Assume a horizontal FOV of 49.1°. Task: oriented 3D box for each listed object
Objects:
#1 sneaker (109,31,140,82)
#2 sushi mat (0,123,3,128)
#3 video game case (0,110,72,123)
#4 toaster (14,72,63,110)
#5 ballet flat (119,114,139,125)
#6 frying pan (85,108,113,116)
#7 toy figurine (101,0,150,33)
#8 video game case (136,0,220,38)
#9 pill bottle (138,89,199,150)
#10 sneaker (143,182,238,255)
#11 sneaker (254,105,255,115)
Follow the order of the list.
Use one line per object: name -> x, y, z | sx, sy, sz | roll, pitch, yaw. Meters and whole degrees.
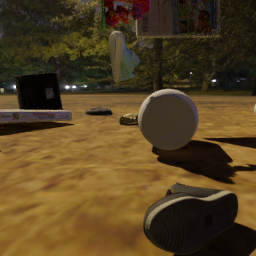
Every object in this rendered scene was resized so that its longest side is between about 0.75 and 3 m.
sneaker -> -0.110, -2.929, 11.344 | 1.150, 1.037, 2.807 | -13, -19, -6
sushi mat -> -4.882, -0.081, 7.517 | 2.952, 0.179, 1.412 | 4, 8, 30
video game case -> -3.675, -0.388, 8.289 | 2.975, 0.340, 2.707 | 4, 6, 36
toaster -> -3.630, -1.334, 11.448 | 1.647, 1.822, 1.081 | -12, 10, -25
ballet flat -> 0.159, -0.283, 8.452 | 0.952, 0.337, 0.337 | -5, 9, -31
frying pan -> -1.112, -0.731, 11.938 | 1.160, 0.312, 1.918 | 2, 11, 13
toy figurine -> -0.038, -2.333, 5.402 | 0.964, 1.047, 0.786 | -2, -20, -4
video game case -> 1.368, -3.332, 7.657 | 2.337, 1.673, 0.211 | -2, 4, -6
pill bottle -> 0.734, -0.189, 5.126 | 1.044, 1.044, 1.802 | 1, 8, 8
sneaker -> 0.351, 0.619, 2.052 | 0.960, 0.359, 0.510 | 6, -3, -43
sneaker -> 5.397, -0.537, 8.590 | 2.726, 0.995, 0.965 | -9, 17, 2
